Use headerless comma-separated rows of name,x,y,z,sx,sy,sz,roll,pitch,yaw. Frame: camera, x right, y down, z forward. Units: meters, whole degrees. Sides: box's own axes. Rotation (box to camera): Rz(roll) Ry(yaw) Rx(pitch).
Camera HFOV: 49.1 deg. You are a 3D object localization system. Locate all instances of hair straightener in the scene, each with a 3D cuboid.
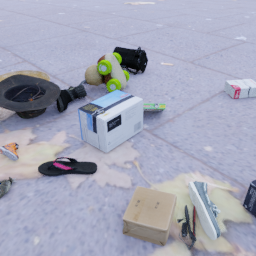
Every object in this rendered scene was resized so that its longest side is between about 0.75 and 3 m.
hair straightener,1.421,2.391,6.844,0.469,0.250,1.220,5,38,8

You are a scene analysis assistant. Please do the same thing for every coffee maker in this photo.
coffee maker,0.041,-3.797,14.919,1.721,1.653,1.159,13,52,22

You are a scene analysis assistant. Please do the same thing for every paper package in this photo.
paper package,0.538,2.107,6.877,1.123,0.610,1.178,10,35,15

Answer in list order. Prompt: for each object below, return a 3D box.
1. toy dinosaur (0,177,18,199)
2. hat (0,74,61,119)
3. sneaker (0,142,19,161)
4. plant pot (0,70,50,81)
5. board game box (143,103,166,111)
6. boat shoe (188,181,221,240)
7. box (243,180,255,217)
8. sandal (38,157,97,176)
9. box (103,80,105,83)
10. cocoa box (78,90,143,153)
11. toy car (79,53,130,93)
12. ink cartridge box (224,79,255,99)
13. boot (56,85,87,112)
toy dinosaur,-3.469,1.647,7.831,0.450,0.339,0.880,-6,31,2
hat,-4.104,-1.087,11.318,2.778,1.120,2.778,3,40,-3
sneaker,-3.770,0.717,9.205,0.947,0.367,0.530,23,42,31
plant pot,-5.167,-2.077,13.445,2.849,0.391,2.849,-1,34,0
board game box,0.669,-0.841,11.212,1.581,0.230,1.064,1,1,3
boat shoe,2.018,1.975,7.047,0.556,0.656,1.801,-7,29,-3
box,4.023,1.875,6.908,1.540,0.949,1.528,-17,37,-24
sandal,-1.840,1.117,8.561,1.794,0.404,0.674,-1,33,-1
box,-1.137,-2.728,14.498,1.321,0.325,1.367,6,33,6
cocoa box,-0.567,-0.304,9.857,1.307,1.328,1.991,24,40,35
toy car,-1.346,-2.319,13.208,2.264,1.786,1.860,-19,19,23
ink cartridge box,5.258,-1.809,12.886,1.286,0.536,0.934,-5,34,-8
boot,-2.414,-1.334,12.036,1.342,0.676,1.796,-9,34,-13
